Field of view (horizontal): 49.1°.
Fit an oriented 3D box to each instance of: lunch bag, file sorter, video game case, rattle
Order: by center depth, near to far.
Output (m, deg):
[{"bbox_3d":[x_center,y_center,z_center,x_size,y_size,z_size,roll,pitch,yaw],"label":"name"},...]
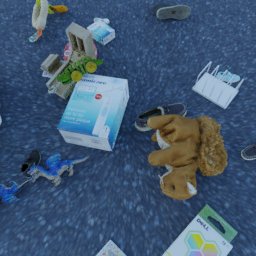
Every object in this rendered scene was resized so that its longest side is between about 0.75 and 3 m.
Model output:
[{"bbox_3d":[-0.568,4.248,8.610,1.030,0.130,1.132,39,68,19],"label":"video game case"},{"bbox_3d":[3.674,-1.808,11.431,1.594,0.992,1.106,35,67,18],"label":"file sorter"},{"bbox_3d":[-2.116,-3.190,12.406,1.427,0.585,1.257,4,61,2],"label":"lunch bag"},{"bbox_3d":[-3.812,-4.977,13.450,1.472,1.615,2.261,-22,67,30],"label":"rattle"}]

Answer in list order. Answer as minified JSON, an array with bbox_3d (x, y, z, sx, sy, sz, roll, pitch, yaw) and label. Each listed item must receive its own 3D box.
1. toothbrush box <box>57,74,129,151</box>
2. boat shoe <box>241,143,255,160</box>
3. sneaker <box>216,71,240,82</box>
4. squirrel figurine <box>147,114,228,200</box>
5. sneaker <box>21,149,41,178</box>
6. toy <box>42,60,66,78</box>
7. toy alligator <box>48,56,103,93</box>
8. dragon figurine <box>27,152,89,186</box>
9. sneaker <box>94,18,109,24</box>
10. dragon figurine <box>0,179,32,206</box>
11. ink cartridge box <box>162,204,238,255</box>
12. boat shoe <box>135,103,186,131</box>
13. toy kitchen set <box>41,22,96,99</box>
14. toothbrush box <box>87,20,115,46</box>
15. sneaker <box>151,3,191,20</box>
[{"bbox_3d":[-1.206,-0.655,10.675,1.935,1.128,2.644,11,61,11],"label":"toothbrush box"},{"bbox_3d":[4.904,0.737,10.319,1.515,0.491,0.545,-16,63,-8],"label":"boat shoe"},{"bbox_3d":[4.318,-2.211,11.977,0.997,0.409,0.369,3,62,2],"label":"sneaker"},{"bbox_3d":[2.081,1.013,9.426,2.804,1.984,2.617,-8,68,-1],"label":"squirrel figurine"},{"bbox_3d":[-3.461,1.193,10.018,0.409,0.581,1.094,7,62,4],"label":"sneaker"},{"bbox_3d":[-2.788,-2.419,12.078,1.583,0.374,0.912,13,73,3],"label":"toy"},{"bbox_3d":[-2.106,-2.129,10.663,2.449,0.588,0.812,-32,39,-1],"label":"toy alligator"},{"bbox_3d":[-2.489,1.296,9.934,2.150,0.633,1.069,-38,68,-17],"label":"dragon figurine"},{"bbox_3d":[-1.276,-5.227,13.729,0.789,0.291,0.456,26,32,34],"label":"sneaker"},{"bbox_3d":[-3.974,2.268,9.491,1.639,0.482,0.815,-12,62,-6],"label":"dragon figurine"},{"bbox_3d":[2.231,3.631,8.586,2.567,0.761,1.333,-41,69,-20],"label":"ink cartridge box"},{"bbox_3d":[1.311,-0.512,10.874,2.190,0.710,0.788,-17,63,-9],"label":"boat shoe"},{"bbox_3d":[-2.662,-2.762,10.962,1.789,1.978,2.193,32,73,10],"label":"toy kitchen set"},{"bbox_3d":[-1.255,-4.499,13.185,0.794,0.462,1.084,-41,66,-20],"label":"toothbrush box"},{"bbox_3d":[2.128,-5.859,13.822,1.847,0.691,0.981,-7,42,-17],"label":"sneaker"}]
